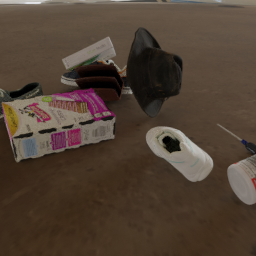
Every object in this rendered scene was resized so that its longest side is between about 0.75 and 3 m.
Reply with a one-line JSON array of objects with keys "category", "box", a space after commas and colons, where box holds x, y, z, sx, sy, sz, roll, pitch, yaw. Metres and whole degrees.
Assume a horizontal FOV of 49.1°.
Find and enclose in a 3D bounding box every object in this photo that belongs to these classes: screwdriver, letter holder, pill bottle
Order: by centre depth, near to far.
[{"category": "pill bottle", "box": [2.945, 0.901, 5.791, 1.514, 0.862, 0.862, -21, 33, -8]}, {"category": "screwdriver", "box": [3.041, 0.270, 7.741, 0.234, 0.245, 1.681, -42, 47, -1]}, {"category": "letter holder", "box": [-1.079, -1.557, 9.670, 1.553, 1.104, 0.781, 1, 60, 19]}]

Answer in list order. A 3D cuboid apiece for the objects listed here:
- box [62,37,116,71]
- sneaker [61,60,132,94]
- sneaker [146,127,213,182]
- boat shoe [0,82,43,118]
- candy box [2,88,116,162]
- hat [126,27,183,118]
[{"category": "box", "box": [-1.493, -2.920, 11.551, 1.950, 0.491, 2.702, -25, 6, 4]}, {"category": "sneaker", "box": [-1.189, -2.105, 10.947, 2.990, 1.187, 1.173, 10, 14, 15]}, {"category": "sneaker", "box": [0.988, 0.328, 6.592, 0.849, 0.967, 2.413, -50, 26, -2]}, {"category": "boat shoe", "box": [-4.006, -0.921, 8.899, 1.048, 0.889, 2.878, 34, 34, 33]}, {"category": "candy box", "box": [-1.950, -0.216, 7.903, 2.728, 0.832, 1.860, -14, 39, -24]}, {"category": "hat", "box": [1.078, -1.666, 8.515, 1.147, 2.843, 2.843, 2, 27, 29]}]
